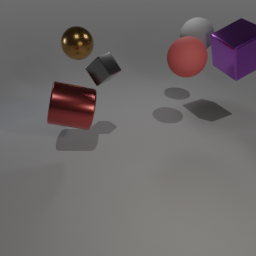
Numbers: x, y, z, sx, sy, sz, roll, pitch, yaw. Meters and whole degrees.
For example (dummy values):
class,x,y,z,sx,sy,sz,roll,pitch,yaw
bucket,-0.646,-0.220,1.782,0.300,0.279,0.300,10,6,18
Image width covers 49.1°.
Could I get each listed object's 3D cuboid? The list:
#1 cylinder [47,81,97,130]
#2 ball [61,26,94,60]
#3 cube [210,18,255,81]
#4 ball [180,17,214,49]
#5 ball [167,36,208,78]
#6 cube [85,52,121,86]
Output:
class,x,y,z,sx,sy,sz,roll,pitch,yaw
cylinder,-1.858,-0.724,9.259,1.400,1.400,1.400,9,29,-14
ball,-2.180,-3.647,12.083,1.400,1.400,1.400,0,31,0
cube,4.014,-2.847,10.143,1.400,1.400,1.400,-29,44,-5
ball,2.875,-3.864,11.687,1.400,1.400,1.400,0,31,0
ball,2.070,-2.483,9.828,1.400,1.400,1.400,0,31,0
cube,-0.785,-1.878,8.947,0.700,0.700,0.700,-30,7,38
